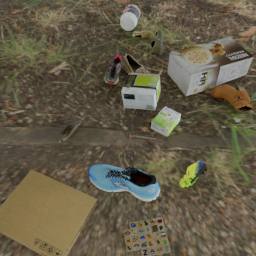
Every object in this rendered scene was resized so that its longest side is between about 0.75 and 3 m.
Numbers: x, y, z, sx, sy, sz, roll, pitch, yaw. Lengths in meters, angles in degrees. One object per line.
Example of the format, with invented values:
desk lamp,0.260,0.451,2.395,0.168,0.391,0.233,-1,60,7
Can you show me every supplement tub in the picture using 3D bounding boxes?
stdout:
supplement tub,0.106,-5.292,13.451,0.818,0.818,1.166,9,50,8

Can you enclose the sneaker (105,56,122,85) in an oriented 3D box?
sneaker,-0.577,-2.265,11.013,0.550,0.510,1.365,12,57,-1

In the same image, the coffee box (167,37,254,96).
coffee box,3.122,-2.406,10.802,2.739,1.092,1.566,-17,52,-14

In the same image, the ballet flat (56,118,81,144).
ballet flat,-1.928,0.100,9.257,0.403,0.277,1.197,3,40,30

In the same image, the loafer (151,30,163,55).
loafer,1.277,-3.831,12.384,0.506,0.547,1.454,6,50,-1

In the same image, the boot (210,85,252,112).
boot,3.730,-1.014,10.092,1.345,0.516,1.044,1,53,-8

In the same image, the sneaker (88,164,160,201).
sneaker,-0.105,1.308,7.748,2.064,0.928,0.809,11,50,9

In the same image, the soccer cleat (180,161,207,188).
soccer cleat,1.840,1.338,8.157,1.098,0.355,0.459,-34,39,-25

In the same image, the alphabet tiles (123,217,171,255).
alphabet tiles,0.452,2.772,7.093,1.078,0.041,0.901,-7,50,-6

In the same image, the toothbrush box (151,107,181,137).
toothbrush box,1.277,-0.224,9.423,0.640,0.378,0.878,29,54,22

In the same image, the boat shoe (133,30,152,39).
boat shoe,0.667,-4.291,12.979,0.902,0.323,0.344,-4,63,6

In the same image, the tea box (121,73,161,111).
tea box,0.497,-1.319,10.000,1.171,0.783,1.152,7,50,15

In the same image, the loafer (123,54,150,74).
loafer,0.367,-2.258,11.031,0.642,0.561,1.786,-28,55,-22

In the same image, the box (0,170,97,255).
box,-2.197,2.236,7.415,2.233,0.238,1.825,19,52,16
